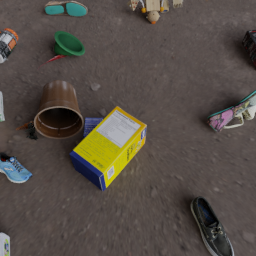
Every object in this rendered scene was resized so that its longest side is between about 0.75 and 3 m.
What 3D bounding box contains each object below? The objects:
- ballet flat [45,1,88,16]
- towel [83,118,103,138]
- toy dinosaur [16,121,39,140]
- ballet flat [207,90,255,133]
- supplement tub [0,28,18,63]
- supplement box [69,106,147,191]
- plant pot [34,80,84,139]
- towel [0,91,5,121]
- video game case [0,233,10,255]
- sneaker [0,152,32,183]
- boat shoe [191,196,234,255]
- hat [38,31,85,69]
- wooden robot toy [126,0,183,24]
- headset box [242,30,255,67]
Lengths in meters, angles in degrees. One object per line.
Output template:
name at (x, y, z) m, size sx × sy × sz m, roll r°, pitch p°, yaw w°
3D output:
ballet flat at (-2.820, -5.609, 12.949) m, size 2.025 × 0.689 × 0.681 m, roll 5°, pitch 47°, yaw 2°
towel at (-1.201, 0.000, 9.647) m, size 0.630 × 0.104 × 0.870 m, roll 1°, pitch 57°, yaw 0°
toy dinosaur at (-3.224, 0.013, 9.511) m, size 1.041 × 0.532 × 0.706 m, roll -22°, pitch 43°, yaw 8°
ballet flat at (3.817, -0.515, 9.678) m, size 2.277 × 0.787 × 0.810 m, roll -29°, pitch 80°, yaw -12°
supplement tub at (-5.091, -3.364, 11.381) m, size 0.825 × 0.825 × 1.347 m, roll 14°, pitch 58°, yaw 9°
supplement box at (-0.544, 0.617, 8.602) m, size 1.181 × 1.188 × 2.169 m, roll 34°, pitch 64°, yaw 19°
plant pot at (-2.290, -0.693, 9.363) m, size 1.532 × 1.532 × 1.517 m, roll -7°, pitch 50°, yaw -5°
towel at (-5.473, -0.408, 9.618) m, size 2.372 × 0.364 × 1.769 m, roll -21°, pitch 41°, yaw -10°
video game case at (-4.285, 4.153, 6.647) m, size 2.797 × 0.636 × 2.536 m, roll -11°, pitch 58°, yaw -7°
sneaker at (-3.495, 1.182, 8.483) m, size 1.345 × 0.605 × 0.527 m, roll 25°, pitch 28°, yaw 13°
boat shoe at (2.277, 2.730, 7.637) m, size 0.630 × 0.520 × 1.835 m, roll -20°, pitch 59°, yaw -12°
hat at (-2.791, -3.075, 11.606) m, size 1.566 × 1.379 × 1.297 m, roll 11°, pitch 47°, yaw -40°
wooden robot toy at (1.231, -5.300, 12.777) m, size 2.538 × 1.118 × 1.152 m, roll -5°, pitch 93°, yaw -4°
headset box at (5.695, -3.139, 11.302) m, size 1.395 × 0.704 × 1.876 m, roll -9°, pitch 58°, yaw -6°
